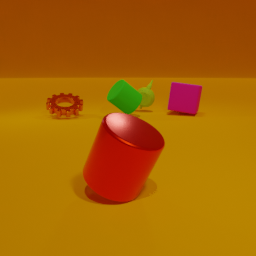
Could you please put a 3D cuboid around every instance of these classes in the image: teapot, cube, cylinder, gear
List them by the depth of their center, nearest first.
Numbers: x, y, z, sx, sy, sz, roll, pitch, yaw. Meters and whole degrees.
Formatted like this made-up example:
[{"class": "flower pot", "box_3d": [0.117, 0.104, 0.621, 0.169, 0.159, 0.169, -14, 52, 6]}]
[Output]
[{"class": "cylinder", "box_3d": [-0.072, 0.390, 3.904, 0.901, 0.901, 0.901, 20, 25, -10]}, {"class": "cylinder", "box_3d": [-0.134, -1.192, 10.836, 1.002, 1.002, 1.002, 36, -6, -27]}, {"class": "gear", "box_3d": [-2.457, -0.916, 10.923, 1.399, 0.259, 1.399, 5, 36, -4]}, {"class": "cube", "box_3d": [2.396, -1.269, 11.720, 1.149, 1.149, 1.149, 11, 11, 18]}, {"class": "teapot", "box_3d": [0.791, -1.441, 12.387, 0.896, 1.440, 0.705, 25, 32, 5]}]
